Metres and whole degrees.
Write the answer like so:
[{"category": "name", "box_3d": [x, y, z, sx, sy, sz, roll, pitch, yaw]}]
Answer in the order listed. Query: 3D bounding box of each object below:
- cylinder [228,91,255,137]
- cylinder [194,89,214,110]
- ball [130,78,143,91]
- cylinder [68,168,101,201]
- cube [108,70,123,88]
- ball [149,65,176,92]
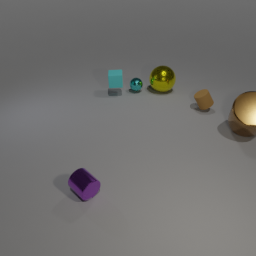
[{"category": "cylinder", "box_3d": [4.664, -0.504, 10.769, 1.400, 1.400, 1.400, -4, 71, 11]}, {"category": "cylinder", "box_3d": [3.499, -1.317, 12.922, 0.700, 0.700, 0.700, -27, 25, 14]}, {"category": "ball", "box_3d": [0.434, -2.309, 14.808, 0.700, 0.700, 0.700, 0, 31, 0]}, {"category": "cylinder", "box_3d": [-1.290, 1.653, 8.272, 0.700, 0.700, 0.700, -27, 48, -38]}, {"category": "cube", "box_3d": [-0.628, -2.489, 14.172, 0.700, 0.700, 0.700, -3, 34, 0]}, {"category": "ball", "box_3d": [1.816, -2.585, 14.770, 1.400, 1.400, 1.400, 0, 31, 0]}]
